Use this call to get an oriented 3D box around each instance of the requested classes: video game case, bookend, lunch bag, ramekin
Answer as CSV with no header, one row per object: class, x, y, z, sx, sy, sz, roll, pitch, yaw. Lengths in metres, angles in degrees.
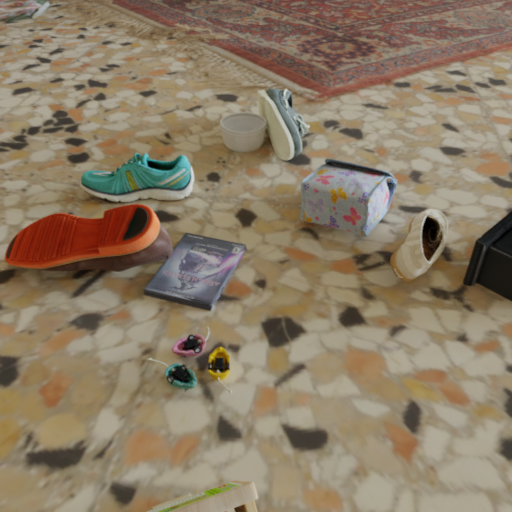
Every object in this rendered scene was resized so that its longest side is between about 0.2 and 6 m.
video game case,-1.123,0.248,10.723,1.334,0.177,1.867,12,39,14
bookend,5.444,0.132,10.153,2.297,1.058,2.283,-31,48,-32
lunch bag,1.991,-1.387,11.962,1.576,1.181,1.858,18,35,26
ramekin,-0.336,-3.224,14.680,1.213,0.637,1.213,0,39,0

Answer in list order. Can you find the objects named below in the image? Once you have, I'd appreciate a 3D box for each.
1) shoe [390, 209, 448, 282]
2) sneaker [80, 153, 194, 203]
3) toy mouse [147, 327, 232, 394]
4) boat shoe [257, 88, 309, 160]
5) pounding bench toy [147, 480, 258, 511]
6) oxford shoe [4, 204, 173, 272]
shoe,3.298,-0.304,10.699,0.846,0.646,2.420,47,43,-1
sneaker,-2.699,-1.866,12.685,2.545,1.014,0.986,-4,39,-3
toy mouse,-1.052,1.697,8.812,1.286,0.280,1.448,-3,39,-4
boat shoe,0.812,-3.578,14.651,1.064,1.254,3.444,-10,34,-6
pounding bench toy,-0.580,3.474,5.840,1.410,2.270,1.771,-14,73,-15
oxford shoe,-3.181,-0.071,10.536,3.330,1.208,1.185,-4,57,19
